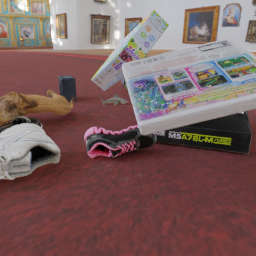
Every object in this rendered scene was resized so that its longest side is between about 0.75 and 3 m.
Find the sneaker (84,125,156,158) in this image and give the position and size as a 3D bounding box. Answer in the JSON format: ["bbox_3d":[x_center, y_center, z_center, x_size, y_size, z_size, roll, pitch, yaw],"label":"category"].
[{"bbox_3d":[-0.182,0.401,6.414,1.687,0.667,0.805,-3,34,1],"label":"sneaker"}]

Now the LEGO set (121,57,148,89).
[{"bbox_3d":[0.973,-2.164,12.956,2.936,1.701,2.257,-13,52,-23],"label":"LEGO set"}]

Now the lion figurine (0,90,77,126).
[{"bbox_3d":[-2.737,-0.701,8.689,2.833,1.026,1.735,-13,16,-24],"label":"lion figurine"}]

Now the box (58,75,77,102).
[{"bbox_3d":[-2.501,-1.639,11.575,0.586,0.946,0.930,-7,20,-18],"label":"box"}]

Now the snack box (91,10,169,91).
[{"bbox_3d":[-0.042,-1.857,7.100,1.506,0.561,2.118,-56,17,-18],"label":"snack box"}]

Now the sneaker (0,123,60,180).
[{"bbox_3d":[-2.514,0.553,5.311,1.173,1.004,2.694,22,29,37],"label":"sneaker"}]

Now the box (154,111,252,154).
[{"bbox_3d":[2.014,-0.180,7.873,2.548,0.627,2.639,5,20,19],"label":"box"}]

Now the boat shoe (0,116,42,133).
[{"bbox_3d":[-2.903,-0.023,7.527,0.668,0.545,1.808,5,20,15],"label":"boat shoe"}]

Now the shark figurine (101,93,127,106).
[{"bbox_3d":[-0.589,-1.149,11.005,1.035,0.432,0.618,-3,18,-14],"label":"shark figurine"}]

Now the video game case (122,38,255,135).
[{"bbox_3d":[1.163,-0.858,4.941,2.344,0.278,2.134,-13,38,0],"label":"video game case"}]
